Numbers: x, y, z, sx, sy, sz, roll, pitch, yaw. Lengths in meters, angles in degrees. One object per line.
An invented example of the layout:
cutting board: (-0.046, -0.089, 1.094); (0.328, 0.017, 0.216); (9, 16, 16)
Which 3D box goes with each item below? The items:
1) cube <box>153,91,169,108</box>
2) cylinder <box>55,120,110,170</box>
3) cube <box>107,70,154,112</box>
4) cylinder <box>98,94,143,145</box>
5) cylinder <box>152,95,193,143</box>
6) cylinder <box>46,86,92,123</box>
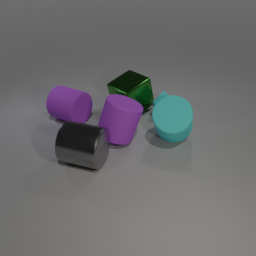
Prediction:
cube: (1.555, -1.035, 12.119); (0.700, 0.700, 0.700); (43, 85, 13)
cylinder: (-1.467, 0.548, 9.289); (1.400, 1.400, 1.400); (11, 33, 14)
cube: (0.140, -1.514, 12.487); (1.400, 1.400, 1.400); (-37, 45, -23)
cylinder: (-0.310, -0.325, 10.332); (1.400, 1.400, 1.400); (16, 25, -8)
cylinder: (1.649, -0.295, 10.226); (1.400, 1.400, 1.400); (-3, 73, 11)
cylinder: (-2.468, -0.979, 11.869); (1.400, 1.400, 1.400); (18, 35, 27)
